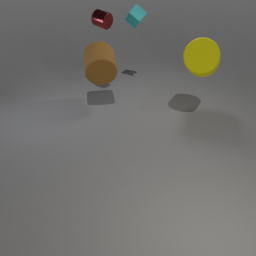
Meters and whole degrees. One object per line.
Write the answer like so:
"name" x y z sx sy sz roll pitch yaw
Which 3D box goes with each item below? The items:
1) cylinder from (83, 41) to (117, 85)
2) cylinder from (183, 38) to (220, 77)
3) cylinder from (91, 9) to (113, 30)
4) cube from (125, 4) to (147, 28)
"cylinder" -1.241 -2.874 12.436 1.400 1.400 1.400 -5 49 -8
"cylinder" 3.042 -2.848 11.477 1.400 1.400 1.400 10 8 16
"cylinder" -1.126 -4.759 12.269 0.700 0.700 0.700 29 40 24
"cube" 0.383 -5.669 14.218 0.700 0.700 0.700 38 70 -10
